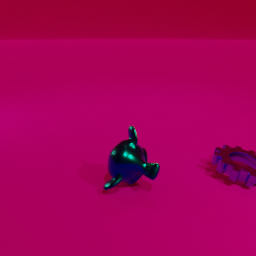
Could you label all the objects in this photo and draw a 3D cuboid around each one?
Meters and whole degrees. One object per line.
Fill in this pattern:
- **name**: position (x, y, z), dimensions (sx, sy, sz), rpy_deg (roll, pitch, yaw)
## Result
- **gear**: position (2.235, 0.708, 5.428), dimensions (1.174, 0.217, 1.174), rpy_deg (9, 24, -4)
- **monkey head**: position (0.073, 0.612, 4.910), dimensions (0.731, 1.213, 0.873), rpy_deg (31, -13, -34)
